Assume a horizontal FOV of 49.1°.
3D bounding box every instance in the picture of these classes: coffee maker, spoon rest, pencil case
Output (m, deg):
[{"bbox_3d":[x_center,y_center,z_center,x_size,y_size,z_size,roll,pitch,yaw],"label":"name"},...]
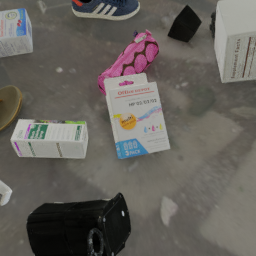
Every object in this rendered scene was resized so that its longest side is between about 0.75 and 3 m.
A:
[{"bbox_3d":[-1.076,1.980,5.577,1.808,1.737,1.218,-12,72,21],"label":"coffee maker"},{"bbox_3d":[-3.505,1.361,6.855,1.662,0.504,0.826,24,89,16],"label":"spoon rest"},{"bbox_3d":[0.014,-1.907,8.353,0.996,1.028,2.195,34,68,5],"label":"pencil case"}]

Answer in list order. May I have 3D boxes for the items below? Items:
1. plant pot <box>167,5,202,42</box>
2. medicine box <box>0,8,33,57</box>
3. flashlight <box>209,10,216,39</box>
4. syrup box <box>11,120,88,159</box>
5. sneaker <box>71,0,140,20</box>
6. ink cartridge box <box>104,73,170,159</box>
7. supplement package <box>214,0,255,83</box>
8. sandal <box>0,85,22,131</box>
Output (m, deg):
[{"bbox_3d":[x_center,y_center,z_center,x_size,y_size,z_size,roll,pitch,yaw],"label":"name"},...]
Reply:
[{"bbox_3d":[1.929,-3.384,9.312,0.747,0.842,0.840,35,66,5],"label":"plant pot"},{"bbox_3d":[-3.951,-3.094,9.156,1.452,0.747,1.322,-11,62,-6],"label":"medicine box"},{"bbox_3d":[4.235,-3.572,9.298,2.863,0.969,0.973,-9,65,-3],"label":"flashlight"},{"bbox_3d":[-1.995,0.289,7.303,1.801,0.734,0.709,2,49,1],"label":"syrup box"},{"bbox_3d":[-0.785,-4.434,9.718,2.415,1.021,0.905,-2,62,-2],"label":"sneaker"},{"bbox_3d":[0.180,-0.398,7.247,1.264,0.745,2.196,-11,85,-10],"label":"ink cartridge box"},{"bbox_3d":[4.111,-2.610,7.933,2.969,1.741,1.735,-4,54,11],"label":"supplement package"},{"bbox_3d":[-4.263,-0.262,7.612,2.965,0.801,1.191,-32,66,-16],"label":"sandal"}]
